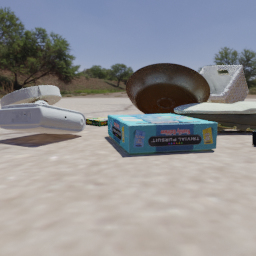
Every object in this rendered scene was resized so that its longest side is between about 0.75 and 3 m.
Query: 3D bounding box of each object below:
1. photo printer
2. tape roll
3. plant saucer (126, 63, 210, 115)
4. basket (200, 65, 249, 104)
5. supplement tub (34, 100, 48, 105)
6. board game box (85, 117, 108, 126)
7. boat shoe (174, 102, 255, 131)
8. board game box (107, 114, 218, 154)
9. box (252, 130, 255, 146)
[{"bbox_3d":[-1.923,-0.174,6.600,1.392,0.581,1.673,-1,-5,27],"label":"photo printer"},{"bbox_3d":[-4.464,-1.281,12.969,2.721,0.497,2.721,-17,-5,-1],"label":"tape roll"},{"bbox_3d":[1.152,-0.894,8.407,2.542,0.465,2.542,8,-31,5],"label":"plant saucer"},{"bbox_3d":[3.594,-1.399,11.182,1.768,1.434,1.784,10,54,48],"label":"basket"},{"bbox_3d":[-3.763,-0.827,12.050,0.717,0.717,0.989,-3,8,-21],"label":"supplement tub"},{"bbox_3d":[-0.554,-0.257,9.705,1.786,0.209,0.936,-7,8,-44],"label":"board game box"},{"bbox_3d":[2.520,-0.263,7.572,2.551,0.763,0.912,-1,20,1],"label":"boat shoe"},{"bbox_3d":[0.565,0.042,6.003,1.682,0.523,2.229,-2,8,-13],"label":"board game box"},{"bbox_3d":[2.955,0.190,5.732,0.561,0.313,0.795,2,7,42],"label":"box"}]
